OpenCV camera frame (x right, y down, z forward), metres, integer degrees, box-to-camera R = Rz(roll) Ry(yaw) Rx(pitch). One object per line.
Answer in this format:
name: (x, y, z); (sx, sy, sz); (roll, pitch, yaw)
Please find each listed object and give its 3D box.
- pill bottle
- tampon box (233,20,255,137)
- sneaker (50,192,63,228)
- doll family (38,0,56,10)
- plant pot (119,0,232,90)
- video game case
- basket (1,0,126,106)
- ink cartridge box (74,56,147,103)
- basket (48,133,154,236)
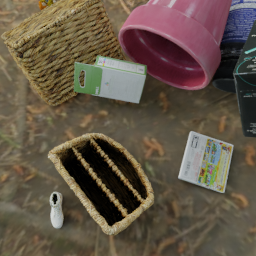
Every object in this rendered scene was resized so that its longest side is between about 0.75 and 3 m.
pill bottle: (3.286, -2.459, 7.886); (1.557, 1.557, 2.784); (16, 84, 6)
tampon box: (3.401, -1.138, 5.681); (1.839, 1.549, 2.454); (3, 42, 34)
sneaker: (-1.773, 1.996, 6.835); (0.318, 0.499, 0.864); (-6, 70, -4)
doll family: (-2.298, -4.160, 9.262); (1.815, 0.818, 1.127); (18, 61, -12)
plant pot: (1.437, -2.689, 7.392); (2.637, 2.637, 2.360); (28, 80, 11)
video game case: (2.067, 0.881, 7.378); (1.215, 0.153, 1.335); (18, 71, 1)
basket: (-1.909, -2.397, 8.378); (2.862, 2.132, 2.042); (-37, 40, -13)
ink cartridge box: (-0.496, -1.365, 7.724); (1.884, 0.978, 0.559); (10, 45, -4)
basket: (-0.455, 1.152, 6.532); (1.617, 1.688, 2.266); (-37, 72, -13)
